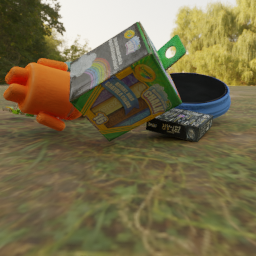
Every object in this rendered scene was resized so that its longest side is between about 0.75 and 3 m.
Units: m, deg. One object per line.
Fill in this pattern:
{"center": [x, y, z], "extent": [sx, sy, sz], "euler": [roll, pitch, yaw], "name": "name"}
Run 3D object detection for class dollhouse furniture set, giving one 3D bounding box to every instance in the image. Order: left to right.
{"center": [-3.795, -0.733, 9.823], "extent": [1.249, 0.482, 0.624], "euler": [13, 4, 33], "name": "dollhouse furniture set"}

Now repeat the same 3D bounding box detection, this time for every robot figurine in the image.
{"center": [-2.043, -0.915, 7.549], "extent": [2.329, 1.358, 1.675], "euler": [10, 33, -36], "name": "robot figurine"}

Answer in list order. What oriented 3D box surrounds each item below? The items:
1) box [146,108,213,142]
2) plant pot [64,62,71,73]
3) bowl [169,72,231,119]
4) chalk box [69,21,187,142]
{"center": [1.415, -0.156, 7.424], "extent": [1.340, 0.364, 1.673], "euler": [13, 18, 24], "name": "box"}
{"center": [-2.079, -1.499, 10.293], "extent": [2.029, 2.029, 1.628], "euler": [2, 3, 10], "name": "plant pot"}
{"center": [1.963, -1.169, 9.471], "extent": [2.905, 0.570, 2.905], "euler": [-2, 31, 1], "name": "bowl"}
{"center": [0.139, -1.139, 6.245], "extent": [2.480, 1.535, 1.543], "euler": [-26, 43, 15], "name": "chalk box"}
